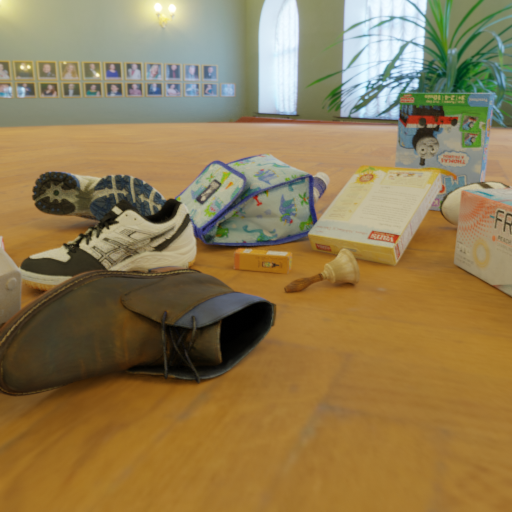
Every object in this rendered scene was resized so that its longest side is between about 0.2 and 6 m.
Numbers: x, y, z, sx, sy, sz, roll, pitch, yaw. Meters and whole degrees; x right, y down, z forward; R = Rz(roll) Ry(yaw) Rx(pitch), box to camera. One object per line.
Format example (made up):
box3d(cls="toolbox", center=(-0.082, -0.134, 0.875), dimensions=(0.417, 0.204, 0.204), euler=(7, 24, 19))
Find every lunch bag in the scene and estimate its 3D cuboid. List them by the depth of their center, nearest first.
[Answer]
box3d(cls="lunch bag", center=(-0.340, -1.182, 12.518), dimensions=(2.703, 1.722, 2.298), euler=(-19, 27, -16))

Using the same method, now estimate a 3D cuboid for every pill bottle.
box3d(cls="pill bottle", center=(1.610, -1.853, 15.307), dimensions=(0.571, 0.571, 0.953), euler=(12, 46, 33))

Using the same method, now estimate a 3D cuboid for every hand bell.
box3d(cls="hand bell", center=(1.050, 0.380, 9.456), dimensions=(1.247, 0.650, 0.650), euler=(-20, 23, -16))

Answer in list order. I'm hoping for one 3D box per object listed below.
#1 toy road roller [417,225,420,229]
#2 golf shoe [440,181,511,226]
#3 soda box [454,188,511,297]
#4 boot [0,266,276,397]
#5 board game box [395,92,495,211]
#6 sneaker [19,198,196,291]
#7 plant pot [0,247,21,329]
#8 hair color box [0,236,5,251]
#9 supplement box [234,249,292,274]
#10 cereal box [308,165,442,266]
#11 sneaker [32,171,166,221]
box3d(cls="toy road roller", center=(3.216, -0.872, 12.849), dimensions=(1.021, 1.213, 1.661), euler=(15, 60, 38))
box3d(cls="golf shoe", center=(5.499, -0.913, 12.237), dimensions=(3.141, 1.221, 1.484), euler=(10, 20, 33))
box3d(cls="soda box", center=(4.807, 0.042, 8.580), dimensions=(1.396, 1.502, 4.392), euler=(-4, 17, -10))
box3d(cls="boot", center=(-1.215, 0.833, 6.502), dimensions=(1.639, 1.264, 3.382), euler=(8, 17, 32))
box3d(cls="board game box", center=(4.935, -2.764, 15.000), dimensions=(2.341, 3.095, 0.566), euler=(11, 20, 32))
box3d(cls="sneaker", center=(-2.607, -0.296, 9.928), dimensions=(3.188, 1.397, 1.206), euler=(-14, 23, -33))
box3d(cls="plant pot", center=(-3.791, 0.649, 6.154), dimensions=(1.821, 2.055, 2.057), euler=(20, 23, 21))
box3d(cls="hair color box", center=(-5.507, 0.051, 10.258), dimensions=(1.642, 0.525, 0.911), euler=(-8, 20, -22))
box3d(cls="supplement box", center=(0.128, 0.095, 10.405), dimensions=(1.049, 0.349, 0.361), euler=(6, 14, 15))
box3d(cls="cereal box", center=(2.521, -0.950, 11.730), dimensions=(1.891, 0.520, 2.629), euler=(12, 48, 35))
box3d(cls="sneaker", center=(-3.471, -1.331, 13.441), dimensions=(3.431, 1.322, 1.461), euler=(15, 3, 11))
